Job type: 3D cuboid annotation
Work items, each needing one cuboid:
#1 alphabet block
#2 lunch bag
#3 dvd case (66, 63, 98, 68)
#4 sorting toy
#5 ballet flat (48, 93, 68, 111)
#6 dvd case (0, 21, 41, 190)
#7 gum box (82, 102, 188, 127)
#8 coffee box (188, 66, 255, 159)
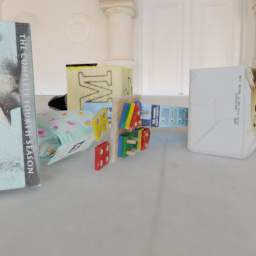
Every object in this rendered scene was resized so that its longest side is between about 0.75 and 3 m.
[{"bbox_3d":[-0.808,-0.989,8.663,1.717,1.749,1.708,1,10,10],"label":"alphabet block"},{"bbox_3d":[-1.076,0.104,4.358,1.183,0.721,1.007,0,12,33],"label":"lunch bag"},{"bbox_3d":[-1.368,-1.843,8.239,0.908,0.080,0.648,-4,10,-10],"label":"dvd case"},{"bbox_3d":[0.057,-0.006,4.534,0.350,0.998,2.069,8,13,22],"label":"sorting toy"},{"bbox_3d":[-2.442,-0.866,10.769,0.808,0.945,2.844,-5,3,-26],"label":"ballet flat"},{"bbox_3d":[-2.353,-0.224,2.833,2.711,1.979,0.298,-2,-7,-23],"label":"dvd case"},{"bbox_3d":[0.321,-0.300,6.294,1.757,0.461,2.068,6,5,37],"label":"gum box"},{"bbox_3d":[2.256,-0.402,5.640,1.048,1.484,2.626,6,9,39],"label":"coffee box"}]
